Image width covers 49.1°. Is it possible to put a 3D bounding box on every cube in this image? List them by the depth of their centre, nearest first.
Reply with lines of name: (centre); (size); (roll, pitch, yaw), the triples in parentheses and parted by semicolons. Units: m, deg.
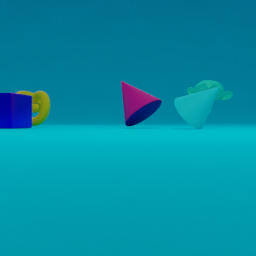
cube: (-3.267, -0.457, 7.618); (0.920, 0.920, 0.920); (1, 2, 16)

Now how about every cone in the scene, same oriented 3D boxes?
cone: (1.759, -0.635, 6.523); (0.959, 0.959, 0.963); (-1, -36, -49)
cone: (0.131, -0.933, 8.452); (1.279, 1.284, 1.279); (-30, -17, -10)

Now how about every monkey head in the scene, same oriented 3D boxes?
monkey head: (3.209, -1.258, 11.208); (1.817, 1.307, 1.095); (9, 4, 19)

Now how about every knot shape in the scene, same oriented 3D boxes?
knot shape: (-3.206, -0.643, 9.139); (1.702, 0.841, 1.819); (3, 36, 31)
